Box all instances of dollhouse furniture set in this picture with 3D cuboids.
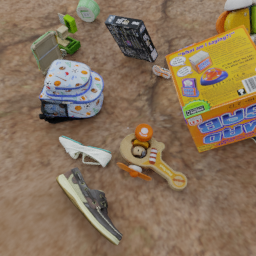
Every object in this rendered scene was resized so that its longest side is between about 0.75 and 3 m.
[{"bbox_3d":[-3.480,-3.793,12.443,1.249,1.631,2.489,30,63,23],"label":"dollhouse furniture set"}]

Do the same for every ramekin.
[{"bbox_3d":[-2.055,-5.959,14.243,1.145,1.145,0.559,15,65,10],"label":"ramekin"}]

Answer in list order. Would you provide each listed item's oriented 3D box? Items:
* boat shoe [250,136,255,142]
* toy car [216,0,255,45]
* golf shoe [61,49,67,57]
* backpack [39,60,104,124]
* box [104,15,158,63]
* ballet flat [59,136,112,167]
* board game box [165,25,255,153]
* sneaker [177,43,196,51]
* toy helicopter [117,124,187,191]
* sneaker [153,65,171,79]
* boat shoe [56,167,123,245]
[{"bbox_3d":[4.734,0.151,10.532,0.531,0.471,1.420,-30,61,-19],"label":"boat shoe"},{"bbox_3d":[5.474,-5.053,13.235,2.769,2.424,2.077,-18,22,-11],"label":"toy car"},{"bbox_3d":[-3.508,-3.514,12.997,1.262,0.494,0.614,-11,51,-9],"label":"golf shoe"},{"bbox_3d":[-2.090,-1.478,10.896,2.331,1.885,2.447,9,53,-6],"label":"backpack"},{"bbox_3d":[0.186,-3.752,11.911,1.722,2.149,0.468,23,76,33],"label":"box"},{"bbox_3d":[-1.621,0.873,10.000,2.076,0.721,0.721,18,58,11],"label":"ballet flat"},{"bbox_3d":[3.148,-1.192,9.584,2.684,2.682,2.681,-19,57,14],"label":"board game box"},{"bbox_3d":[2.583,-2.573,12.210,1.006,0.966,2.565,-5,53,18],"label":"sneaker"},{"bbox_3d":[0.806,1.240,9.532,2.647,1.044,1.751,39,62,15],"label":"toy helicopter"},{"bbox_3d":[1.524,-2.487,12.396,1.008,0.395,0.389,35,38,24],"label":"sneaker"},{"bbox_3d":[-1.113,2.306,8.740,0.947,1.070,2.923,-41,65,-18],"label":"boat shoe"}]
